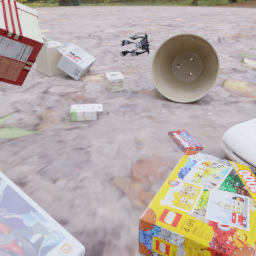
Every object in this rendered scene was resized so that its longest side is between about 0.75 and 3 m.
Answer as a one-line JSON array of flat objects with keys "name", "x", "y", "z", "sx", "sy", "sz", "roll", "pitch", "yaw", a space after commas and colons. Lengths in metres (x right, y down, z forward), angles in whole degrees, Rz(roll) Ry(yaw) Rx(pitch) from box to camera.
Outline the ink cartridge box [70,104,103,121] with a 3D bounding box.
[{"name": "ink cartridge box", "x": -1.295, "y": -0.495, "z": 8.846, "sx": 0.988, "sy": 0.333, "sz": 0.579, "roll": -3, "pitch": 29, "yaw": -6}]

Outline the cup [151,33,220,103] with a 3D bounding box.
[{"name": "cup", "x": 2.122, "y": -2.216, "z": 10.301, "sx": 2.341, "sy": 2.341, "sz": 1.674, "roll": 7, "pitch": 16, "yaw": 13}]

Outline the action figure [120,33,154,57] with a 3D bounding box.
[{"name": "action figure", "x": 0.279, "y": -2.837, "z": 9.604, "sx": 1.316, "sy": 0.782, "sz": 0.672, "roll": -21, "pitch": 25, "yaw": -38}]

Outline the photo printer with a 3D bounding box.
[{"name": "photo printer", "x": 3.631, "y": 0.478, "z": 6.473, "sx": 2.511, "sy": 0.872, "sz": 2.089, "roll": -16, "pitch": 33, "yaw": -26}]

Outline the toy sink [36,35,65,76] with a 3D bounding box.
[{"name": "toy sink", "x": -3.539, "y": -3.407, "z": 12.733, "sx": 0.984, "sy": 1.757, "sz": 1.145, "roll": -24, "pitch": 36, "yaw": -37}]

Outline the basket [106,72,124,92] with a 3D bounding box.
[{"name": "basket", "x": -0.520, "y": -1.833, "z": 11.103, "sx": 0.597, "sy": 0.543, "sz": 0.880, "roll": -6, "pitch": 28, "yaw": -10}]

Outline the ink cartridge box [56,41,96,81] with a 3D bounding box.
[{"name": "ink cartridge box", "x": -2.420, "y": -3.029, "z": 12.484, "sx": 1.451, "sy": 0.693, "sz": 1.653, "roll": 35, "pitch": 30, "yaw": -6}]

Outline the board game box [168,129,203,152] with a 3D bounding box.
[{"name": "board game box", "x": 1.535, "y": 0.335, "z": 7.568, "sx": 0.520, "sy": 0.098, "sz": 1.009, "roll": -10, "pitch": 30, "yaw": -16}]

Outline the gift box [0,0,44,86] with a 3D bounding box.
[{"name": "gift box", "x": -3.114, "y": -2.247, "z": 6.560, "sx": 1.791, "sy": 1.653, "sz": 1.673, "roll": 17, "pitch": 39, "yaw": -42}]

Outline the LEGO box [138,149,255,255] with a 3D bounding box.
[{"name": "LEGO box", "x": 1.379, "y": 1.408, "z": 4.796, "sx": 1.610, "sy": 0.834, "sz": 2.161, "roll": 15, "pitch": 32, "yaw": 25}]

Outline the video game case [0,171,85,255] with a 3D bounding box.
[{"name": "video game case", "x": -2.342, "y": 1.761, "z": 4.097, "sx": 2.561, "sy": 0.294, "sz": 2.333, "roll": 31, "pitch": 37, "yaw": 24}]
